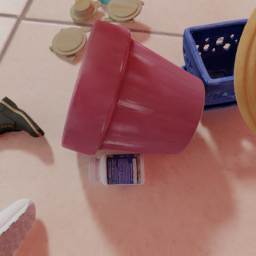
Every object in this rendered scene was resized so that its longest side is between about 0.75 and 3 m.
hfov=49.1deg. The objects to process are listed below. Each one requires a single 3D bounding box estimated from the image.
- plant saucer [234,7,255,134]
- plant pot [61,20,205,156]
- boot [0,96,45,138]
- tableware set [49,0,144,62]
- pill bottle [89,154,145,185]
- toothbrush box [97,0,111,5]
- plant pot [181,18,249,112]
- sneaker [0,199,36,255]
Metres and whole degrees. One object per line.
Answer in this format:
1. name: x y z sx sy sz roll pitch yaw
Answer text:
1. plant saucer: 2.921 -0.939 4.026 2.827 2.827 0.529 -14 22 -8
2. plant pot: 0.125 -0.570 6.074 2.482 2.773 2.773 16 61 -9
3. boot: -2.883 0.048 6.797 1.618 0.627 1.119 32 70 31
4. tableware set: -0.933 -3.112 8.553 2.390 0.332 2.861 12 68 13
5. pill bottle: -0.241 0.921 6.195 1.189 0.688 0.688 -2 61 -1
6. toothbrush box: -0.452 -4.458 9.332 0.979 0.418 0.717 18 63 10
7. plant pot: 2.320 -1.428 6.974 1.784 1.603 1.783 -11 62 -6
8. sneaker: -2.873 2.298 5.338 1.022 0.970 2.538 29 63 25
